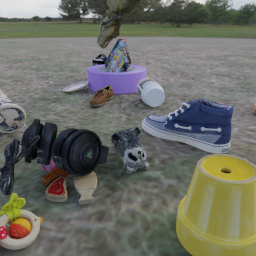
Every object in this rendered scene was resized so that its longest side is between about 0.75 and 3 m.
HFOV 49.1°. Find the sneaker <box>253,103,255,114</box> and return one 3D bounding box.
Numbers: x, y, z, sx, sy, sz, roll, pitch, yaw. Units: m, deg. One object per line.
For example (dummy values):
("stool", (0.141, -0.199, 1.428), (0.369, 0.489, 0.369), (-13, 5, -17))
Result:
("sneaker", (4.884, -0.745, 9.598), (0.789, 0.546, 1.409), (21, 40, 33))

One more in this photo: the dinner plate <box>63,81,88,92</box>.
("dinner plate", (-2.287, -1.810, 12.374), (1.173, 0.142, 1.173), (-15, 25, 7))

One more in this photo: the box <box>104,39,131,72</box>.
("box", (-0.490, -2.902, 12.511), (0.343, 1.242, 1.819), (-2, -21, -27))

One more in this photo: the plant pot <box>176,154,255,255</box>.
("plant pot", (1.347, 1.072, 4.016), (1.260, 1.185, 1.260), (-1, 22, 0))

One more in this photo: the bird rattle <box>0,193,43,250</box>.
("bird rattle", (-1.698, 1.445, 4.080), (0.778, 0.537, 0.954), (18, 26, 1))

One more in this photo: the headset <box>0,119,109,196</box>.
("headset", (-1.408, 0.540, 5.417), (1.657, 1.261, 2.684), (11, -3, 16))

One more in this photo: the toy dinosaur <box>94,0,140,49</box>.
("toy dinosaur", (-0.028, -2.274, 4.270), (1.315, 0.708, 2.983), (-12, -10, -39))

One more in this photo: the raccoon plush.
("raccoon plush", (0.068, 0.560, 6.440), (0.694, 0.961, 1.434), (-18, -9, -4))

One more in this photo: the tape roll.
("tape roll", (-0.513, -2.324, 12.950), (2.690, 0.882, 2.690), (0, 21, 0))

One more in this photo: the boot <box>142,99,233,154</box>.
("boot", (1.498, -0.267, 7.385), (2.572, 1.162, 0.935), (16, 27, 35))

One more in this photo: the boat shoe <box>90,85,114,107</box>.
("boat shoe", (-1.035, -1.240, 10.674), (0.573, 0.542, 1.594), (6, 23, 16))

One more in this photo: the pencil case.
("pencil case", (-3.872, -0.645, 8.340), (2.248, 0.874, 1.005), (33, -1, 38))

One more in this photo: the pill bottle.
("pill bottle", (0.853, -1.336, 10.511), (0.857, 0.857, 1.473), (-3, 23, -8))

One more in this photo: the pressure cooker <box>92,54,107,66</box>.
("pressure cooker", (-1.319, -3.200, 14.620), (1.117, 1.270, 1.135), (8, 22, 19))

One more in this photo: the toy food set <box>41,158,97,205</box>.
("toy food set", (-1.195, 0.913, 5.678), (1.201, 0.298, 1.890), (-1, 30, -1))
